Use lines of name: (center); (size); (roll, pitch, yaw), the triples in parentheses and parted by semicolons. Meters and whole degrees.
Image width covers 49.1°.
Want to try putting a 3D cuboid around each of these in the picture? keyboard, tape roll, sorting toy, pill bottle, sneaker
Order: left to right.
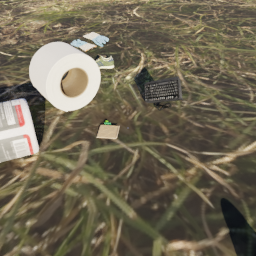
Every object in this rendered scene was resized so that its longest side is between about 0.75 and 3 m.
pill bottle: (-3.871, 0.245, 7.265); (2.738, 1.559, 1.559); (-14, 38, -19)
tape roll: (-2.161, -1.786, 9.657); (2.042, 2.042, 1.402); (-24, 43, -29)
sneaker: (-1.263, -2.958, 12.495); (1.285, 0.577, 0.431); (-4, 36, -5)
sorting toy: (-0.592, 0.048, 8.755); (0.644, 0.128, 0.871); (0, 39, 9)
keyboard: (1.138, -1.095, 9.361); (0.222, 1.041, 1.733); (-14, 9, -32)

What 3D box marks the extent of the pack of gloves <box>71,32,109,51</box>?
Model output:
pack of gloves: (-2.018, -4.496, 14.948); (1.617, 0.380, 1.925); (-32, 42, -22)
